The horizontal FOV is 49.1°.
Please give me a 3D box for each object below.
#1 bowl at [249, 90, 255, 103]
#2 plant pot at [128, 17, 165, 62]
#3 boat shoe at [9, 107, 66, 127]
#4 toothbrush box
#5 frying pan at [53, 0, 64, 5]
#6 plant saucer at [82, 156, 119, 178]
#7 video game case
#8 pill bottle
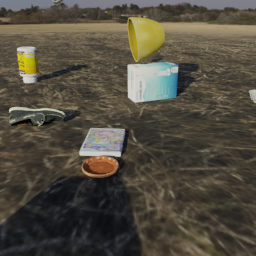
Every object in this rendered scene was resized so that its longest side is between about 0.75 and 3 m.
[{"bbox_3d":[5.181,-1.200,11.006,0.858,0.402,0.858,0,24,0],"label":"bowl"},{"bbox_3d":[0.732,-3.431,10.636,1.150,1.620,1.620,-13,25,-6],"label":"plant pot"},{"bbox_3d":[-2.863,-0.275,8.892,1.721,0.618,0.582,1,59,-14],"label":"boat shoe"},{"bbox_3d":[0.989,-1.873,11.324,1.890,1.384,0.806,-10,24,-18],"label":"toothbrush box"},{"bbox_3d":[-2.480,-4.691,9.844,1.014,0.614,0.165,53,10,35],"label":"frying pan"},{"bbox_3d":[-0.642,0.913,6.508,0.847,0.137,0.847,0,24,0],"label":"plant saucer"},{"bbox_3d":[-0.659,0.365,7.761,1.061,0.134,1.482,2,24,3],"label":"video game case"},{"bbox_3d":[-4.872,-3.092,13.741,0.910,1.665,0.910,1,22,0],"label":"pill bottle"}]
